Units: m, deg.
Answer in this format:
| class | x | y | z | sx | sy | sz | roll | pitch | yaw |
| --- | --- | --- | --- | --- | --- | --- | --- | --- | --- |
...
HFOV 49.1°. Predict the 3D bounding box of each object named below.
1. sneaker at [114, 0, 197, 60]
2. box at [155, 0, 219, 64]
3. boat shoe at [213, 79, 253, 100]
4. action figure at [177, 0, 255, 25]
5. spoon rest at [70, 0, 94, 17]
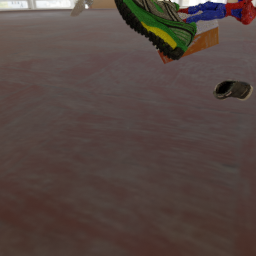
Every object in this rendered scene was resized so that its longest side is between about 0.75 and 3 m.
| class | x | y | z | sx | sy | sz | roll | pitch | yaw |
| --- | --- | --- | --- | --- | --- | --- | --- | --- | --- |
| sneaker | 0.455 | -2.072 | 5.130 | 1.807 | 0.770 | 0.705 | 41 | -2 | 0 |
| box | 1.439 | -2.362 | 7.084 | 1.524 | 0.743 | 0.948 | -18 | -13 | 16 |
| boat shoe | 1.796 | -0.726 | 5.065 | 0.334 | 0.392 | 1.173 | 28 | 3 | -11 |
| action figure | 1.721 | -2.435 | 5.361 | 1.985 | 0.982 | 0.648 | 6 | 68 | 16 |
| spoon rest | -0.906 | -2.352 | 5.324 | 0.259 | 0.424 | 0.854 | 36 | 32 | -11 |
